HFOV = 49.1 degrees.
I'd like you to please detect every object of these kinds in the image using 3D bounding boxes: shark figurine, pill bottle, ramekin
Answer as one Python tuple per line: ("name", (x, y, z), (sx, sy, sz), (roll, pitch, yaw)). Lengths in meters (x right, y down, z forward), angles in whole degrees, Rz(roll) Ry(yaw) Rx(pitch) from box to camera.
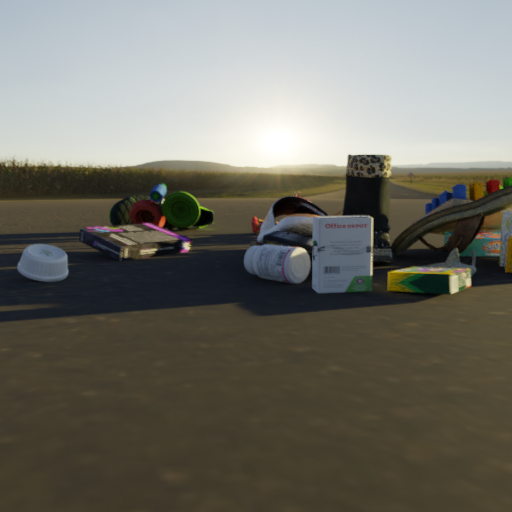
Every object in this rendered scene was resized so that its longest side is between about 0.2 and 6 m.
("shark figurine", (3.192, 0.131, 8.875), (1.311, 0.547, 0.783), (-6, 11, -27))
("pill bottle", (0.311, 0.110, 8.815), (0.563, 0.563, 0.993), (-7, 11, -43))
("ramekin", (-3.360, 0.089, 8.883), (0.764, 0.356, 0.764), (15, 19, -5))

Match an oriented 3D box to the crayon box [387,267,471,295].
("crayon box", (2.493, 0.345, 8.039), (0.886, 0.299, 1.027), (0, 3, 35))

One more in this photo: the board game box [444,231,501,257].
("board game box", (5.097, -0.269, 12.073), (1.803, 0.406, 1.371), (-1, 9, 8))

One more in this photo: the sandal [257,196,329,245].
("sandal", (0.868, -0.684, 10.682), (1.253, 0.938, 3.272), (12, -7, -8))

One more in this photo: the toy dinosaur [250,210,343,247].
("toy dinosaur", (0.738, -0.467, 12.850), (2.484, 0.750, 1.319), (-27, 32, -34))

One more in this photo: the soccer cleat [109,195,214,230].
("soccer cleat", (-2.786, -1.263, 16.969), (3.382, 1.142, 1.371), (-3, 4, -45))

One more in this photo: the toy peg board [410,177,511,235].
("toy peg board", (4.736, -1.138, 12.521), (1.893, 0.930, 1.901), (6, -15, -10))

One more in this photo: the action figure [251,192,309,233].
("action figure", (0.963, -1.153, 15.607), (0.920, 1.395, 2.819), (-6, 12, -34))

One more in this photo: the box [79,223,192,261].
("box", (-2.554, -0.329, 12.019), (1.407, 0.355, 1.968), (21, 17, 35))

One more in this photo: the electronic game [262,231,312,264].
("electronic game", (0.932, -0.052, 9.498), (1.718, 0.357, 1.718), (18, -3, 1))

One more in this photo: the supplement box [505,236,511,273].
("supplement box", (4.834, 0.005, 9.468), (1.097, 0.601, 0.597), (5, 8, 27))

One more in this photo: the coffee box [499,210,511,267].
("coffee box", (5.081, -0.331, 10.345), (1.010, 1.021, 1.020), (3, 7, 28))

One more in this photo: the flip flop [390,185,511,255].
("flip flop", (4.123, -0.564, 10.994), (3.123, 0.899, 1.266), (-21, -6, 25))

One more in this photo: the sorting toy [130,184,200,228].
("sorting toy", (-2.543, -1.404, 15.690), (2.087, 1.254, 0.857), (-11, 25, 12))

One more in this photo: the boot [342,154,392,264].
("boot", (2.094, -0.982, 11.268), (0.989, 2.069, 2.740), (-1, 8, -5))

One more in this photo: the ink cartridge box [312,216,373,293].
("ink cartridge box", (1.216, -0.037, 7.969), (0.785, 1.075, 0.453), (-1, 8, -8))
